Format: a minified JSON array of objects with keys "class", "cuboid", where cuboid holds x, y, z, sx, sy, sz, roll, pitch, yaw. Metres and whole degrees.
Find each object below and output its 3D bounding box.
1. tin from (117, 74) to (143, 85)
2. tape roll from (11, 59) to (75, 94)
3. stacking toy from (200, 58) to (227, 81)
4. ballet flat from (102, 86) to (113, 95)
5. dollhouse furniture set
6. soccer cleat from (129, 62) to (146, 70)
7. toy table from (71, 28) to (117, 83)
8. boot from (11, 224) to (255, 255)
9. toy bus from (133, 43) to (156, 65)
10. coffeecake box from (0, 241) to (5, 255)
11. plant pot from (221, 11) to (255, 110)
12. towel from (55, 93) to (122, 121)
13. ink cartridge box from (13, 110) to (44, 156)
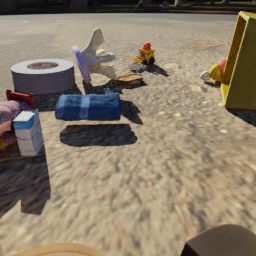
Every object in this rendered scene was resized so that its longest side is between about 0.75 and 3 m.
[{"class":"tin","cuboid":[0.093,-1.946,11.244,1.179,0.247,0.660,-18,28,-32]},{"class":"tape roll","cuboid":[-3.235,-2.045,10.820,2.335,0.771,2.335,-1,26,0]},{"class":"stacking toy","cuboid":[3.703,-2.251,11.212,1.615,1.180,1.180,-16,26,4]},{"class":"ballet flat","cuboid":[-0.654,-1.097,9.338,0.433,0.433,1.165,-8,28,-16]},{"class":"dollhouse furniture set","cuboid":[-3.789,-0.255,6.793,2.813,1.144,1.514,11,28,20]},{"class":"soccer cleat","cuboid":[0.458,-2.905,13.034,0.870,0.337,0.301,-8,28,-17]},{"class":"toy table","cuboid":[-1.351,-2.685,11.055,1.317,2.067,2.248,-24,38,-8]},{"class":"boot","cuboid":[-0.078,1.730,1.915,2.666,1.949,0.936,-5,27,-20]},{"class":"toy bus","cuboid":[0.802,-3.605,13.663,1.091,1.047,0.740,-21,35,-34]},{"class":"coffeecake box","cuboid":[-1.933,1.786,2.675,1.511,1.160,0.552,-10,28,-20]},{"class":"plant pot","cuboid":[4.741,-2.084,9.017,2.759,2.680,2.698,11,28,10]},{"class":"towel","cuboid":[-1.073,-0.584,7.798,1.797,0.436,1.003,1,39,-2]},{"class":"ink cartridge box","cuboid":[-2.243,0.108,6.385,0.372,0.879,0.636,-2,26,5]}]
